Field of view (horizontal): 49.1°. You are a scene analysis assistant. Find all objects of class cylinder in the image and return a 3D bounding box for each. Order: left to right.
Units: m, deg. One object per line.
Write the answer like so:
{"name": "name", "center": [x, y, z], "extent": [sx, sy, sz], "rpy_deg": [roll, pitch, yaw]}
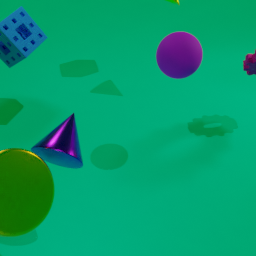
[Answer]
{"name": "cylinder", "center": [-1.826, 0.927, 3.954], "extent": [1.127, 1.127, 1.127], "rpy_deg": [-16, 33, 37]}

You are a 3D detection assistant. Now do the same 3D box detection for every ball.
{"name": "ball", "center": [1.079, -1.529, 5.922], "extent": [0.970, 0.970, 0.970], "rpy_deg": [0, 45, 0]}

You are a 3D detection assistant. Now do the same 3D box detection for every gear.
{"name": "gear", "center": [3.839, -1.739, 7.418], "extent": [1.434, 1.434, 0.265], "rpy_deg": [4, 77, 3]}

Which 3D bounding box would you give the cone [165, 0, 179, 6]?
{"name": "cone", "center": [1.136, -3.842, 7.911], "extent": [1.009, 1.009, 1.013], "rpy_deg": [-34, 84, -29]}

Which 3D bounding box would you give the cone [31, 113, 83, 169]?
{"name": "cone", "center": [-1.054, 0.114, 4.748], "extent": [0.875, 0.875, 0.879], "rpy_deg": [10, 64, 10]}

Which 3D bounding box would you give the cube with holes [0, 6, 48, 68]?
{"name": "cube with holes", "center": [-3.108, -2.473, 7.725], "extent": [1.008, 1.008, 1.008], "rpy_deg": [-10, 40, 43]}
